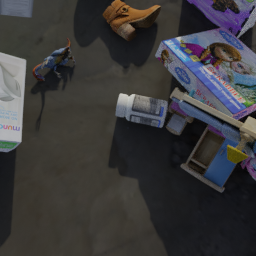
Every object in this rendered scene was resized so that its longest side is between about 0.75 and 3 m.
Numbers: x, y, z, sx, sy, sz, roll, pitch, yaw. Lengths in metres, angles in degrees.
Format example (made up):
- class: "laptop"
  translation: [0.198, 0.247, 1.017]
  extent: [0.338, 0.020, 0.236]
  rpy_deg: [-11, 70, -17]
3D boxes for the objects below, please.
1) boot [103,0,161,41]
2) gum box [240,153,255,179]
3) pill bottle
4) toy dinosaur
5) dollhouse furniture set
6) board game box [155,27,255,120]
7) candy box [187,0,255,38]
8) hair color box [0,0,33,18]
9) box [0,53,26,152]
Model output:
- class: "boot"
  translation: [0.118, -3.556, 8.704]
  extent: [1.596, 0.612, 1.239]
  rpy_deg: [-42, 75, -3]
- class: "gum box"
  translation: [4.108, 0.020, 6.643]
  extent: [2.986, 1.694, 0.987]
  rpy_deg: [-32, 57, -19]
- class: "pill bottle"
  translation: [0.366, -0.501, 7.638]
  extent: [1.319, 0.750, 0.750]
  rpy_deg: [13, 74, 3]
- class: "toy dinosaur"
  translation: [-2.215, -1.918, 8.327]
  extent: [1.256, 0.727, 1.384]
  rpy_deg: [-18, 41, 4]
- class: "dollhouse furniture set"
  translation: [1.493, 0.242, 6.197]
  extent: [2.487, 2.634, 1.719]
  rpy_deg: [32, 98, 24]
- class: "board game box"
  translation: [2.505, -1.502, 7.343]
  extent: [2.608, 0.538, 2.614]
  rpy_deg: [-23, 64, -32]
- class: "candy box"
  translation: [2.863, -4.178, 7.695]
  extent: [0.988, 2.762, 2.317]
  rpy_deg: [-40, 76, -10]
- class: "hair color box"
  translation: [-1.686, -2.179, 4.225]
  extent: [0.493, 0.996, 0.302]
  rpy_deg: [-5, 64, -26]
- class: "box"
  translation: [-4.050, -0.738, 6.796]
  extent: [2.654, 1.283, 2.342]
  rpy_deg: [11, 67, -37]
